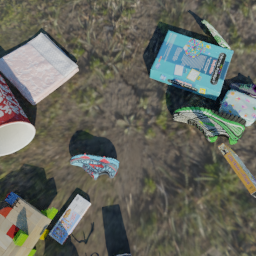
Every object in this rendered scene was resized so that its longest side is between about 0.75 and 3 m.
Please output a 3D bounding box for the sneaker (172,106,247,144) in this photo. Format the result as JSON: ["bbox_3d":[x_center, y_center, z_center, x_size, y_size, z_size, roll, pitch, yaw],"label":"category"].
[{"bbox_3d":[2.828,-0.122,10.095,2.576,1.005,1.097,16,87,16],"label":"sneaker"}]

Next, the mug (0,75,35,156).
[{"bbox_3d":[-4.893,-0.585,9.709,2.414,1.815,2.720,-11,58,-44],"label":"mug"}]

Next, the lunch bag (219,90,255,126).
[{"bbox_3d":[4.173,-0.743,10.583,1.383,0.533,1.109,24,72,10],"label":"lunch bag"}]

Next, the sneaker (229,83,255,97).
[{"bbox_3d":[4.625,-1.608,10.923,1.271,0.556,0.473,14,68,5],"label":"sneaker"}]

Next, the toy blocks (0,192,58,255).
[{"bbox_3d":[-3.783,3.218,8.714,1.839,1.344,2.690,25,69,22],"label":"toy blocks"}]

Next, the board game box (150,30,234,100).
[{"bbox_3d":[2.543,-2.546,11.249,2.771,0.650,2.092,21,69,8],"label":"board game box"}]

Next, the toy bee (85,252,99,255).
[{"bbox_3d":[-2.025,4.812,7.815,1.770,1.470,2.704,-21,49,40],"label":"toy bee"}]

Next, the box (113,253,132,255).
[{"bbox_3d":[-0.120,4.394,8.283,0.635,0.901,1.218,-8,67,-2],"label":"box"}]

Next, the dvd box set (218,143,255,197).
[{"bbox_3d":[3.144,1.205,7.670,0.228,1.135,1.551,-40,50,18],"label":"dvd box set"}]

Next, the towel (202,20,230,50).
[{"bbox_3d":[3.701,-3.869,11.713,0.168,1.094,1.434,-42,67,30],"label":"towel"}]

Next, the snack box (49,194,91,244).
[{"bbox_3d":[-1.899,2.993,9.240,0.554,0.187,1.541,32,71,12],"label":"snack box"}]

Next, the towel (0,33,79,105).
[{"bbox_3d":[-3.668,-2.489,11.370,2.432,0.411,2.547,-41,73,-15],"label":"towel"}]

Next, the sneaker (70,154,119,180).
[{"bbox_3d":[-1.195,1.358,9.651,1.723,0.683,0.823,6,70,3],"label":"sneaker"}]
